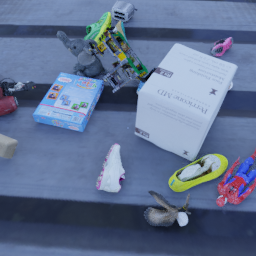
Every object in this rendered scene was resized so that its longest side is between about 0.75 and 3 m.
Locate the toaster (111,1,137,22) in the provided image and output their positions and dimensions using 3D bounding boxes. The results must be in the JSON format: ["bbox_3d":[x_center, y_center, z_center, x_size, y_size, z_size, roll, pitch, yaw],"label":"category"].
[{"bbox_3d":[-0.275,-6.770,16.329,1.452,0.825,0.938,23,57,14],"label":"toaster"}]

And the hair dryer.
[{"bbox_3d":[-5.298,-1.184,11.770,2.004,0.715,2.632,10,42,29],"label":"hair dryer"}]

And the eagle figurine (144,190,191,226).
[{"bbox_3d":[1.171,2.446,8.415,1.268,0.957,0.962,8,59,-7],"label":"eagle figurine"}]

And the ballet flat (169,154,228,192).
[{"bbox_3d":[2.432,1.374,9.293,2.416,0.810,0.807,-22,52,-18],"label":"ballet flat"}]

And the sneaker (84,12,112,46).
[{"bbox_3d":[-1.592,-5.369,14.952,1.179,1.045,2.822,13,51,6],"label":"sneaker"}]

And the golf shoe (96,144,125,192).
[{"bbox_3d":[-0.462,1.370,9.501,0.851,0.701,1.860,22,50,-6],"label":"golf shoe"}]

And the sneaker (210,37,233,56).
[{"bbox_3d":[4.634,-4.147,14.297,1.616,0.638,0.771,-33,38,-27],"label":"sneaker"}]

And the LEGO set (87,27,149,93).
[{"bbox_3d":[-0.524,-2.772,12.141,1.563,2.698,2.074,-34,14,25],"label":"LEGO set"}]

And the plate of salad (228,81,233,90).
[{"bbox_3d":[4.153,-2.077,12.625,1.138,0.273,1.138,0,50,0],"label":"plate of salad"}]

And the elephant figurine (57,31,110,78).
[{"bbox_3d":[-1.945,-3.303,12.441,1.660,2.140,1.514,-32,56,-25],"label":"elephant figurine"}]

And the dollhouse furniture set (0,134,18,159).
[{"bbox_3d":[-5.455,0.632,10.363,2.597,2.058,1.843,23,7,-9],"label":"dollhouse furniture set"}]

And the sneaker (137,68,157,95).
[{"bbox_3d":[1.448,-2.159,12.172,2.344,1.054,0.919,-32,56,-25],"label":"sneaker"}]

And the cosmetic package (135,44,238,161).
[{"bbox_3d":[2.008,-0.937,10.058,2.424,2.426,2.941,25,56,15],"label":"cosmetic package"}]

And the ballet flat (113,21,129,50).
[{"bbox_3d":[-0.484,-4.856,14.708,0.748,0.814,2.373,-12,49,3],"label":"ballet flat"}]

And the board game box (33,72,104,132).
[{"bbox_3d":[-2.378,-1.167,11.664,2.045,0.495,2.703,12,51,8],"label":"board game box"}]

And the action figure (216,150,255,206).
[{"bbox_3d":[3.844,1.566,9.239,2.956,0.764,0.967,-38,61,-25],"label":"action figure"}]
